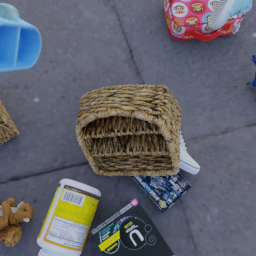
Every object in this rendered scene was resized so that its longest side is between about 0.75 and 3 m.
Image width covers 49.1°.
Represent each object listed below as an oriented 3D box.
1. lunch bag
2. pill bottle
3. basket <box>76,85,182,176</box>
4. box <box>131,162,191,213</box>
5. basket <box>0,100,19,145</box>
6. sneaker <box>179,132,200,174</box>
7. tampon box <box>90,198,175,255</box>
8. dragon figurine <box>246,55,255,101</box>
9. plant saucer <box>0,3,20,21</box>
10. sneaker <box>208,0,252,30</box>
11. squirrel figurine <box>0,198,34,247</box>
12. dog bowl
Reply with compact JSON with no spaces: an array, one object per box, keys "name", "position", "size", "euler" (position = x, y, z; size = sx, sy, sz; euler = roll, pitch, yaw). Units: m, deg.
[{"name":"lunch bag","position":[2.888,-4.453,10.720],"size":[2.872,1.176,2.529],"euler":[-7,71,-2]},{"name":"pill bottle","position":[-1.760,2.800,8.149],"size":[1.312,1.312,2.401],"euler":[17,72,6]},{"name":"basket","position":[-0.067,0.141,8.180],"size":[2.964,2.115,2.208],"euler":[-3,68,26]},{"name":"box","position":[1.049,1.727,9.022],"size":[1.245,0.360,1.567],"euler":[-40,76,-13]},{"name":"basket","position":[-5.047,-0.463,9.061],"size":[1.796,1.721,2.412],"euler":[-31,73,-11]},{"name":"sneaker","position":[1.450,0.486,9.072],"size":[2.394,0.874,0.847],"euler":[41,107,14]},{"name":"tampon box","position":[0.177,3.358,7.950],"size":[1.578,1.329,2.106],"euler":[-34,74,-11]},{"name":"dragon figurine","position":[4.845,-1.489,9.701],"size":[0.700,1.182,2.377],"euler":[-19,73,-6]},{"name":"plant saucer","position":[-5.175,-4.453,11.197],"size":[1.594,0.307,1.594],"euler":[0,71,-1]},{"name":"sneaker","position":[2.431,-2.747,6.220],"size":[0.696,0.628,1.699],"euler":[35,77,-11]},{"name":"squirrel figurine","position":[-3.535,2.818,8.482],"size":[1.272,0.964,1.362],"euler":[0,85,-11]},{"name":"dog bowl","position":[-3.213,-2.206,7.461],"size":[0.657,2.651,1.478],"euler":[19,109,10]}]
